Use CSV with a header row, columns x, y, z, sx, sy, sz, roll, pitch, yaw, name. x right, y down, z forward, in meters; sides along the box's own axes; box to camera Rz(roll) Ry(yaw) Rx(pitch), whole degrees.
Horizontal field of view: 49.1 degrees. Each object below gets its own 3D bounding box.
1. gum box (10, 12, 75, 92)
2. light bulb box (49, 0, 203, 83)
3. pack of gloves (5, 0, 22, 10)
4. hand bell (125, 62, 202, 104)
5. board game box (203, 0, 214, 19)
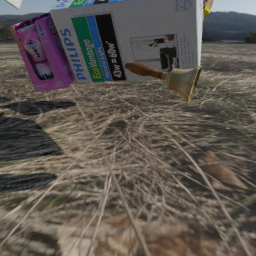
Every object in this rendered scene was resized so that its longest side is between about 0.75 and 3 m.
x,y,z,sx,sy,sz,roll,pitch,yaw,name
-1.677,-2.169,7.222,0.913,1.566,2.760,-5,30,20,gum box
0.243,-2.613,6.619,2.904,1.812,2.878,0,43,16,light bulb box
-2.701,-3.096,5.159,0.333,1.420,1.690,-26,-40,37,pack of gloves
0.547,-0.934,4.872,1.290,0.671,0.671,21,26,16,hand bell
2.425,-4.007,8.973,0.908,0.285,1.900,-35,25,56,board game box
